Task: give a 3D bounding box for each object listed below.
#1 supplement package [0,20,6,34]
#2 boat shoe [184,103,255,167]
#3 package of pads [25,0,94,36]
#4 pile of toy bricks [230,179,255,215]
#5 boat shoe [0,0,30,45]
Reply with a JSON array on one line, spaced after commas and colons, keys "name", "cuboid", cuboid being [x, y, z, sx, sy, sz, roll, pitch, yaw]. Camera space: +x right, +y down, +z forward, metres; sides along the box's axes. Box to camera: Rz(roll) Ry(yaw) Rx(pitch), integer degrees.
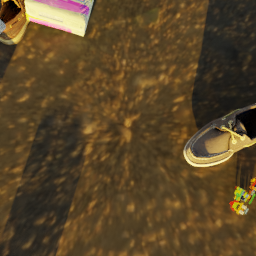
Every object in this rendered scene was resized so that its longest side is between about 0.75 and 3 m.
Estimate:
[{"name": "supplement package", "cuboid": [-2.893, -0.984, 3.561, 2.142, 1.252, 1.256, -38, 116, 11]}, {"name": "boat shoe", "cuboid": [2.587, 0.051, 6.615, 2.729, 0.812, 0.980, -23, 72, -8]}, {"name": "package of pads", "cuboid": [-1.833, -3.874, 7.946, 1.724, 0.761, 2.232, 14, 69, -8]}, {"name": "pile of toy bricks", "cuboid": [2.616, 1.495, 6.351, 0.437, 0.491, 0.885, 28, 88, 39]}, {"name": "boat shoe", "cuboid": [-3.103, -3.446, 7.934, 0.796, 0.747, 2.211, 14, 70, 5]}]
